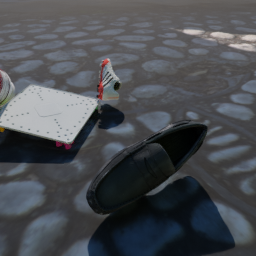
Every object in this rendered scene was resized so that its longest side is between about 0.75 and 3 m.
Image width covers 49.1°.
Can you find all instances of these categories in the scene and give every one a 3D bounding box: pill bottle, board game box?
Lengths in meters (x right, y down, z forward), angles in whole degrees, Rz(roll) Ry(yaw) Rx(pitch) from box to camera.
[{"bbox_3d":[-4.148,-1.259,7.921,1.282,1.282,2.269,1,-6,2],"label":"pill bottle"},{"bbox_3d":[-2.311,-0.426,8.154,2.404,0.311,2.404,13,35,7],"label":"board game box"}]

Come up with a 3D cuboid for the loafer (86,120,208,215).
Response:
[{"bbox_3d":[0.460,0.662,5.673,2.944,1.000,1.033,-33,2,-27],"label":"loafer"}]

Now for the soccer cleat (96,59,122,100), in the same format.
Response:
[{"bbox_3d":[-0.589,-1.589,9.201,0.778,0.627,1.826,6,49,-5],"label":"soccer cleat"}]
